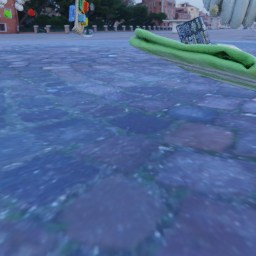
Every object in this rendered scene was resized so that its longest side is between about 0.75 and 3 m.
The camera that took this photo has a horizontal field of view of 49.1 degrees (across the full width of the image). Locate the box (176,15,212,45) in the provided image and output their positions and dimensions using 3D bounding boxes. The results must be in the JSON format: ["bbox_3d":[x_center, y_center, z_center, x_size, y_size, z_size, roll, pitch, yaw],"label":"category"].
[{"bbox_3d":[2.265,-3.101,9.619,0.296,1.205,0.971,-34,17,-36],"label":"box"}]

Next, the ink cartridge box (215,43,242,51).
[{"bbox_3d":[2.583,-1.610,6.690,0.750,0.384,1.015,-9,43,-37],"label":"ink cartridge box"}]

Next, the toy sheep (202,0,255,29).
[{"bbox_3d":[2.831,-3.392,7.089,2.667,1.839,1.839,18,24,11],"label":"toy sheep"}]

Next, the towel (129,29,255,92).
[{"bbox_3d":[1.628,-1.092,4.855,2.105,0.433,2.821,24,13,35],"label":"towel"}]

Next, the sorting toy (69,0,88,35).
[{"bbox_3d":[-1.364,-3.442,8.353,0.292,1.207,2.143,9,11,-2],"label":"sorting toy"}]

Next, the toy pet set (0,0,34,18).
[{"bbox_3d":[-3.623,-3.693,7.726,0.840,1.477,1.581,-8,18,25],"label":"toy pet set"}]
